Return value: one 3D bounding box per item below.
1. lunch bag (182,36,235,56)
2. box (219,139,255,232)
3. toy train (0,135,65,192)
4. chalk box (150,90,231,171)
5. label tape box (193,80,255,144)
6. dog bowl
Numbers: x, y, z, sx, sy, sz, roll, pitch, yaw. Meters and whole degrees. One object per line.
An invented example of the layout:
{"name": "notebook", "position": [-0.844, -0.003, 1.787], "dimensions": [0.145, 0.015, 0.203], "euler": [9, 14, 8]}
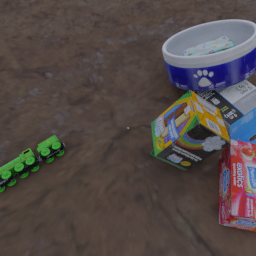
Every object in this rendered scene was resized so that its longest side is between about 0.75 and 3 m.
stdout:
{"name": "lunch bag", "position": [2.252, -2.017, 7.757], "dimensions": [1.409, 0.543, 1.130], "euler": [-16, 28, 13]}
{"name": "box", "position": [2.581, 1.253, 6.223], "dimensions": [0.891, 0.853, 1.786], "euler": [10, 57, 4]}
{"name": "toy train", "position": [-2.477, 0.836, 6.821], "dimensions": [1.989, 0.415, 0.561], "euler": [-32, 51, -19]}
{"name": "chalk box", "position": [1.249, 0.192, 6.472], "dimensions": [1.068, 1.711, 1.061], "euler": [28, 41, -28]}
{"name": "label tape box", "position": [2.896, -0.509, 7.521], "dimensions": [1.557, 0.718, 2.173], "euler": [-31, 59, -19]}
{"name": "dog bowl", "position": [2.275, -2.066, 7.791], "dimensions": [2.519, 0.992, 2.519], "euler": [-13, 33, 9]}
